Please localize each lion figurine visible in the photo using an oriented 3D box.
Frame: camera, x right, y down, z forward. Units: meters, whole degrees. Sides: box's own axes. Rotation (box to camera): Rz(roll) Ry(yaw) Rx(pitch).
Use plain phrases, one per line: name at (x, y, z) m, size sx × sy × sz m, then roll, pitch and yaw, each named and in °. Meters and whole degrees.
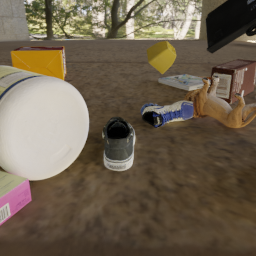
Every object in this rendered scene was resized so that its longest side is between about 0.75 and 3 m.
lion figurine at (2.874, -0.622, 8.798) m, size 0.961 × 1.625 × 2.653 m, roll -21°, pitch 45°, yaw -36°

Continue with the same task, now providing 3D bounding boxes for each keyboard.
keyboard at (2.762, -2.429, 5.514) m, size 0.352 × 1.646 × 2.742 m, roll 29°, pitch -38°, yaw -31°

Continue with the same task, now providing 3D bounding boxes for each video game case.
video game case at (3.050, -2.389, 14.432) m, size 2.041 × 0.246 × 2.239 m, roll -14°, pitch 26°, yaw -32°

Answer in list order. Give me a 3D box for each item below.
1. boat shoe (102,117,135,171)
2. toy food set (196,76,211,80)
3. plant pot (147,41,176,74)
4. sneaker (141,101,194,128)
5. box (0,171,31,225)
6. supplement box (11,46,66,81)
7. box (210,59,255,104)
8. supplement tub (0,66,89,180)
boat shoe at (-0.224, 0.146, 7.294) m, size 0.920 × 0.759 × 2.682 m, roll -1°, pitch 22°, yaw -4°
toy food set at (4.516, -2.742, 15.274) m, size 1.829 × 0.288 × 1.163 m, roll 5°, pitch 22°, yaw 13°
plant pot at (1.345, -2.814, 10.799) m, size 0.865 × 0.885 × 0.859 m, roll 30°, pitch 40°, yaw -34°
sneaker at (1.195, -0.363, 8.852) m, size 1.726 × 0.697 × 0.996 m, roll -2°, pitch 24°, yaw 13°
box at (-2.451, 1.210, 4.947) m, size 1.047 × 0.506 × 0.921 m, roll 10°, pitch 23°, yaw 21°
supplement box at (-4.733, -3.500, 15.319) m, size 2.474 × 1.665 × 2.508 m, roll -3°, pitch 22°, yaw -9°
box at (4.579, -2.059, 12.032) m, size 1.064 × 1.422 × 2.839 m, roll 16°, pitch 28°, yaw 35°
supplement tub at (-2.568, -0.277, 6.457) m, size 2.956 × 2.143 × 2.143 m, roll 20°, pitch 29°, yaw 40°
